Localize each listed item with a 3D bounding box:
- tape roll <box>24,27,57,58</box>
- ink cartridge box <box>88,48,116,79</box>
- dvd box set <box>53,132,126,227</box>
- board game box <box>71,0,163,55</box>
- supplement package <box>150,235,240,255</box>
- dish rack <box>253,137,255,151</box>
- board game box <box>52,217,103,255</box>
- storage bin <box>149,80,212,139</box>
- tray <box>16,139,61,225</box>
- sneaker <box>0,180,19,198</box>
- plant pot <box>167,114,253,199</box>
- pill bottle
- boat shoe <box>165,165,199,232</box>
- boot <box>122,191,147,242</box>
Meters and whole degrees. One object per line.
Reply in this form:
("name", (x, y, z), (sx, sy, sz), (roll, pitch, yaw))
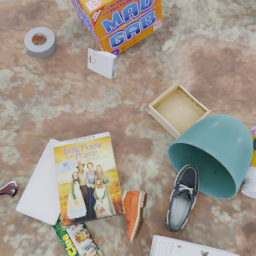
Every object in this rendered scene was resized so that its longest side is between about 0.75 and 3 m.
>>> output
("tape roll", (-3.361, -3.304, 10.798), (1.158, 0.382, 1.158), (0, 69, 0))
("ink cartridge box", (-0.704, -1.750, 7.466), (0.798, 0.639, 0.189), (28, 47, 18))
("dvd box set", (-1.237, 1.529, 8.669), (1.892, 0.380, 2.587), (-11, 69, -1))
("board game box", (-0.520, -4.533, 9.835), (2.487, 2.486, 2.485), (-32, 68, -2))
("supplement package", (1.707, 3.833, 7.669), (2.202, 1.292, 1.287), (11, 70, 4))
("dish rack", (4.018, 0.520, 8.030), (0.283, 0.795, 1.037), (19, 27, -33))
("board game box", (-1.549, 3.350, 8.444), (0.874, 0.196, 1.668), (-33, 73, -9))
("storage bin", (1.776, -0.584, 9.609), (1.538, 0.726, 1.549), (-41, 74, -13))
("tray", (-2.399, 1.678, 8.989), (1.335, 0.276, 2.486), (19, 70, 8))
("sneaker", (-3.862, 2.060, 8.856), (0.830, 0.314, 0.480), (-32, 76, -12))
("plant pot", (2.632, 0.666, 8.428), (2.263, 2.263, 1.816), (38, 65, 13))
("pill bottle", (4.219, 1.077, 8.769), (1.138, 1.138, 2.183), (20, 71, 7))
("boat shoe", (1.713, 2.120, 8.541), (0.807, 0.644, 2.136), (14, 76, 9))
("boot", (0.079, 2.652, 8.572), (0.801, 0.560, 1.493), (5, 70, 17))
